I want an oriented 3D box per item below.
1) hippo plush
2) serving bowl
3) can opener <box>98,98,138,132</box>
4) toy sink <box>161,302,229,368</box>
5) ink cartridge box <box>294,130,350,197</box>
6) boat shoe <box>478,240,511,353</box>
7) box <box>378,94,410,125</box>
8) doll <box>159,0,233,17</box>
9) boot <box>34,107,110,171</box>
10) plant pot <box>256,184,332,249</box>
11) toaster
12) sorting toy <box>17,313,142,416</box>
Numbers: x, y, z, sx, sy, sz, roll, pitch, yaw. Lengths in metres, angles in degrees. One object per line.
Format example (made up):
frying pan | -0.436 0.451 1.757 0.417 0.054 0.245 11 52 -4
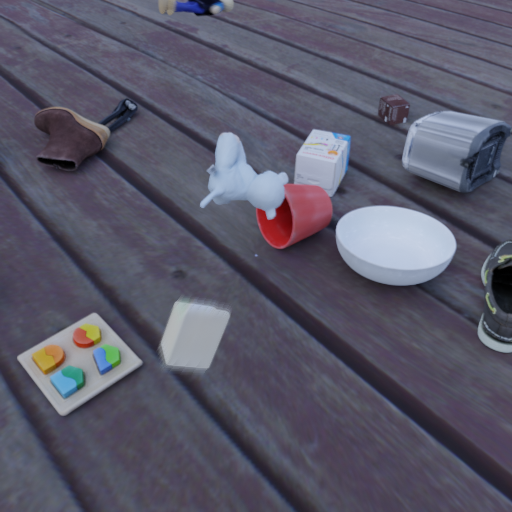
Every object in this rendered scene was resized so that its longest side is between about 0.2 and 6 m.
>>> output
hippo plush | -0.095 -1.297 9.114 1.233 1.221 1.533 12 9 1
serving bowl | 2.555 -0.109 10.530 2.183 0.718 2.183 1 35 -1
can opener | -3.721 -3.709 15.066 0.513 0.636 1.618 39 45 -14
toy sink | -0.816 0.953 7.401 0.601 0.922 0.517 10 27 -25
ink cartridge box | 1.515 -2.131 12.783 0.939 0.922 1.275 15 43 16
boat shoe | 4.495 0.487 9.838 0.951 0.803 2.667 14 43 16
box | 3.740 -3.981 15.227 0.549 0.554 0.668 -13 42 -15
doll | -0.920 -4.151 9.314 1.293 0.313 0.882 -18 35 -34
boot | -4.891 -2.881 13.759 2.184 0.790 1.816 14 41 11
plant pot | 0.802 -0.877 11.194 1.141 1.290 1.290 -16 42 -32
toaster | 4.426 -2.365 12.532 1.654 1.455 2.560 26 36 33
sorting toy | -2.819 1.628 8.916 1.442 0.284 1.558 -32 50 -31
